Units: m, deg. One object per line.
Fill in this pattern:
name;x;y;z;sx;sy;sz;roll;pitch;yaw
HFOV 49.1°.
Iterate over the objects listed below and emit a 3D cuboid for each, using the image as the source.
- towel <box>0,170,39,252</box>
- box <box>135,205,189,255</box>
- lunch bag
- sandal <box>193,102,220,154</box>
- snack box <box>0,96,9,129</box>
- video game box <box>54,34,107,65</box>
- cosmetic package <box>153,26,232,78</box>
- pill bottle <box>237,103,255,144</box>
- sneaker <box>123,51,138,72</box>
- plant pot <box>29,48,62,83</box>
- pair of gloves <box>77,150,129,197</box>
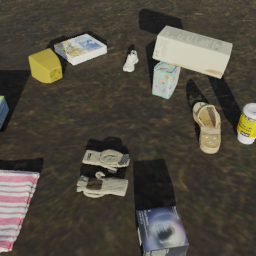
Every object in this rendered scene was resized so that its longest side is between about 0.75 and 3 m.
towel;-3.585;2.064;7.538;1.774;0.363;2.424;3;43;2
box;0.789;2.536;6.817;1.060;0.658;1.069;-5;43;-8
lunch bag;1.629;-2.136;11.379;0.906;1.266;1.486;20;47;21
sandal;2.848;-0.365;9.768;0.969;0.869;2.643;4;43;5
snack box;-5.412;-0.263;9.349;2.202;0.745;1.857;1;44;-2
video game box;-2.360;-3.955;13.949;1.966;0.460;1.791;-30;48;-28
cosmetic package;2.148;-2.561;9.333;2.349;0.835;1.236;21;39;12
pill bottle;4.012;-0.112;9.184;0.725;1.289;0.725;-2;42;2
sneaker;0.109;-3.083;12.938;0.518;0.559;1.380;11;45;10
plant pot;-3.427;-2.553;12.053;1.075;1.082;1.107;-34;61;-31
pair of gloves;-0.702;1.342;8.367;1.472;0.303;1.731;0;41;5
